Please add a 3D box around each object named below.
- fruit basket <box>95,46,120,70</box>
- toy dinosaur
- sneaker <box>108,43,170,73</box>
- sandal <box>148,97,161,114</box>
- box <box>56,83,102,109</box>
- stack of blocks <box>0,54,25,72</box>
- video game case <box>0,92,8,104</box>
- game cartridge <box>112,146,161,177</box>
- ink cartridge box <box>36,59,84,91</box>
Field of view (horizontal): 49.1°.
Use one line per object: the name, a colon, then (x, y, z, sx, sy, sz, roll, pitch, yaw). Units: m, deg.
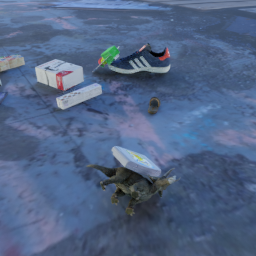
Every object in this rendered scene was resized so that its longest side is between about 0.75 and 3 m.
fruit basket: (-0.970, -3.113, 12.799, 0.605, 1.290, 1.195, 43, 43, -8)
toy dinosaur: (0.023, 1.289, 6.395, 2.092, 0.805, 1.070, 11, 22, 25)
sneaker: (0.504, -3.228, 12.751, 2.868, 1.212, 1.075, -2, 33, -3)
sandal: (0.914, -0.865, 9.940, 0.432, 0.289, 1.058, 7, 35, 14)
box: (-1.778, -1.197, 10.396, 0.354, 0.379, 1.829, 28, 43, 36)
stack of blocks: (-5.762, -3.130, 13.338, 0.790, 0.402, 1.373, 28, 42, 36)
video game case: (-5.258, -1.124, 10.519, 1.228, 0.117, 0.877, 0, 33, -2)
game cartridge: (0.244, 0.833, 6.776, 1.215, 0.246, 0.810, 22, 16, -42)
ink cartridge box: (-2.863, -2.255, 11.728, 1.628, 0.675, 1.195, 21, 39, 28)
